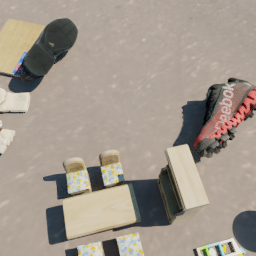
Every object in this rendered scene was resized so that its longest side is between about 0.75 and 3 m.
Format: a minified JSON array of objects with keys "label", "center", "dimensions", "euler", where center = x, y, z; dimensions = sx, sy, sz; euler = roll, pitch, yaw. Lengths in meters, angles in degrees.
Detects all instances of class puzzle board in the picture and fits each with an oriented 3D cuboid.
[{"label":"puzzle board","center":[-3.726,-2.721,9.511],"dimensions":[1.749,0.202,2.321],"euler":[13,63,5]}]

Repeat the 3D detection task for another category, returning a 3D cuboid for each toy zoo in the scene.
[{"label":"toy zoo","center":[2.178,2.964,6.378],"dimensions":[1.075,0.110,0.705],"euler":[-12,61,-6]}]

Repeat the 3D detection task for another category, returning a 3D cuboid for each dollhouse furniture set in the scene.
[{"label":"dollhouse furniture set","center":[-0.004,1.594,6.116],"dimensions":[2.852,1.895,2.500],"euler":[-12,61,-7]}]

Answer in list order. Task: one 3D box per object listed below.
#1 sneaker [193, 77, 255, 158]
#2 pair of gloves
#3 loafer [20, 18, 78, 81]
[{"label":"sneaker","center":[2.551,-0.412,7.742],"dimensions":[1.424,1.030,2.914],"euler":[39,66,19]},{"label":"pair of gloves","center":[-3.986,-0.290,8.046],"dimensions":[1.869,0.385,2.198],"euler":[8,60,5]},{"label":"loafer","center":[-2.565,-2.553,8.939],"dimensions":[1.002,0.995,2.754],"euler":[47,50,-23]}]
